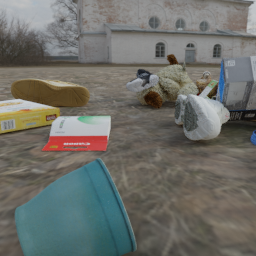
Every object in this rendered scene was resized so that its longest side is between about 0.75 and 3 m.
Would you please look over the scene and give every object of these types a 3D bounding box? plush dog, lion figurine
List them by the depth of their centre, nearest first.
[{"bbox_3d":[3.849,-1.166,10.295,2.838,1.028,1.738,25,13,6],"label":"lion figurine"},{"bbox_3d":[1.292,-1.625,11.091,2.066,1.930,2.405,-29,16,-4],"label":"plush dog"}]

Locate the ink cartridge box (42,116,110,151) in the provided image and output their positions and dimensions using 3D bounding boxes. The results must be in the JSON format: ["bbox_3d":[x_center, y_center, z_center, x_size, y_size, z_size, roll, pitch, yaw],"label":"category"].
[{"bbox_3d":[-1.148,0.081,6.634,1.398,0.435,1.738,-1,13,0],"label":"ink cartridge box"}]

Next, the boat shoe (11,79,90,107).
[{"bbox_3d":[-2.992,-1.347,11.009,2.924,1.078,1.012,7,11,-11],"label":"boat shoe"}]

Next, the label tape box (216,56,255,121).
[{"bbox_3d":[3.836,-1.031,7.502,2.669,0.845,1.925,-2,-29,12],"label":"label tape box"}]

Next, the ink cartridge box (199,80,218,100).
[{"bbox_3d":[2.734,-1.112,9.814,0.289,1.207,0.878,40,13,-6],"label":"ink cartridge box"}]

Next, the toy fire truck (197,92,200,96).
[{"bbox_3d":[3.718,-1.526,12.364,1.727,0.597,2.449,3,15,10],"label":"toy fire truck"}]

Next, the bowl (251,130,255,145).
[{"bbox_3d":[3.394,0.249,6.319,1.144,0.224,1.144,0,15,0],"label":"bowl"}]

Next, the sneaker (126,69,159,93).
[{"bbox_3d":[0.404,-1.767,10.352,1.356,0.512,0.772,-19,46,-25],"label":"sneaker"}]

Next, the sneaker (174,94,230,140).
[{"bbox_3d":[2.039,-0.364,7.172,1.339,1.050,2.695,3,16,-1],"label":"sneaker"}]

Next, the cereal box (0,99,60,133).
[{"bbox_3d":[-3.473,-0.425,8.304,2.547,0.503,1.832,14,20,42],"label":"cereal box"}]

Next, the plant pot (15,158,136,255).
[{"bbox_3d":[-0.523,0.893,2.660,0.897,0.954,0.954,-21,20,-15],"label":"plant pot"}]
